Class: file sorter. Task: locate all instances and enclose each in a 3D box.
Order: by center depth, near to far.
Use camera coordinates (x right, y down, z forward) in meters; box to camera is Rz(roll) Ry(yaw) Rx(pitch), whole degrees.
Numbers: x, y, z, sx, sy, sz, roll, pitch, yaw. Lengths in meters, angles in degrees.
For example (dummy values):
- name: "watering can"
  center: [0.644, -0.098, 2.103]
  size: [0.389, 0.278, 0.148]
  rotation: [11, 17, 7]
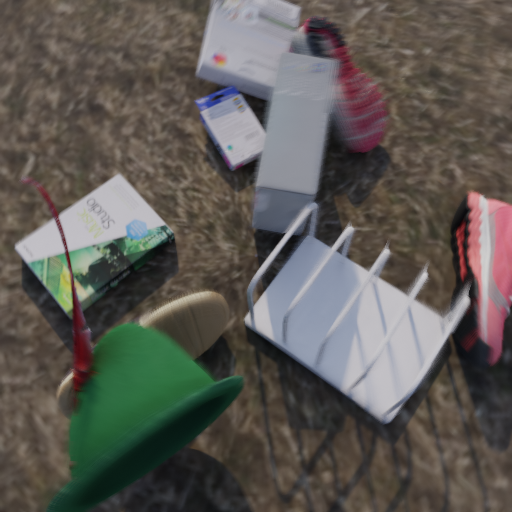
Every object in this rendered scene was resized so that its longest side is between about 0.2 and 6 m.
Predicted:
- name: "file sorter"
  center: [1.377, 0.771, 8.028]
  size: [2.620, 1.631, 1.818]
  rotation: [33, 71, 14]

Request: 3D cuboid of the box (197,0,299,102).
- name: "box"
  center: [-0.103, -4.065, 10.572]
  size: [1.675, 0.442, 2.148]
  rotation: [14, 64, -16]

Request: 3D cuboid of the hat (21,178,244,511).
- name: "hat"
  center: [-1.901, 1.196, 7.065]
  size: [3.159, 2.616, 2.780]
  rotation: [-47, 70, 24]

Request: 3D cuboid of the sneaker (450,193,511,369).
- name: "sneaker"
  center: [3.728, 0.326, 8.553]
  size: [1.239, 1.052, 2.856]
  rotation: [8, 66, 3]

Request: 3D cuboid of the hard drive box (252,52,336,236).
- name: "hard drive box"
  center: [0.567, -1.701, 8.891]
  size: [0.871, 1.768, 2.268]
  rotation: [9, 73, 1]

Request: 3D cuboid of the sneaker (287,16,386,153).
- name: "sneaker"
  center: [1.460, -2.997, 10.062]
  size: [1.005, 0.931, 2.494]
  rotation: [-26, 88, -30]

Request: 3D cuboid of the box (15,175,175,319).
- name: "box"
  center: [-2.612, -0.199, 9.153]
  size: [2.107, 0.383, 1.520]
  rotation: [-40, 71, -15]

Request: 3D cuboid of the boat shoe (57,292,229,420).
- name: "boat shoe"
  center: [-1.668, 1.321, 8.176]
  size: [2.721, 0.979, 0.882]
  rotation: [-35, 26, -19]

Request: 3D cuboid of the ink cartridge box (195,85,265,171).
- name: "ink cartridge box"
  center: [-0.416, -2.298, 10.017]
  size: [0.835, 0.294, 1.399]
  rotation: [-29, 83, -14]
